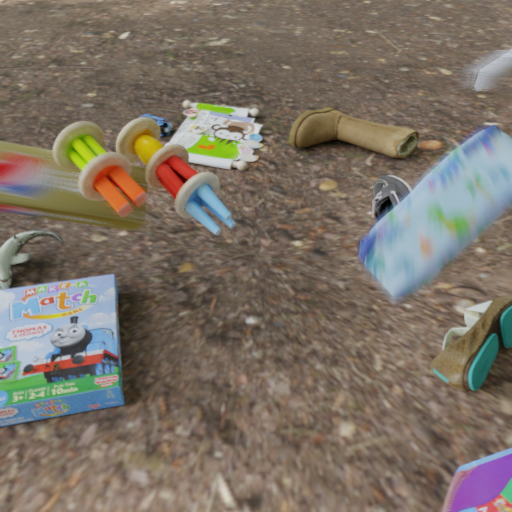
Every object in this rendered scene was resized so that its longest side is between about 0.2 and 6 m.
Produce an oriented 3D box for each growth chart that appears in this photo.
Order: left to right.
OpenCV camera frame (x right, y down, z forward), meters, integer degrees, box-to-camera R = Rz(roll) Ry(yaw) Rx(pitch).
[{"bbox_3d":[-1.076,-3.303,15.147,2.641,0.324,3.649,5,38,5],"label":"growth chart"}]

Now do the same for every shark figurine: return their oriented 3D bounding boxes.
[{"bbox_3d":[-4.504,-0.074,10.593,0.993,0.694,1.663,40,51,-3],"label":"shark figurine"}]

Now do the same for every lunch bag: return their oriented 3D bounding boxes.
[{"bbox_3d":[2.268,-0.464,6.634,0.878,2.131,1.713,50,23,17],"label":"lunch bag"}]

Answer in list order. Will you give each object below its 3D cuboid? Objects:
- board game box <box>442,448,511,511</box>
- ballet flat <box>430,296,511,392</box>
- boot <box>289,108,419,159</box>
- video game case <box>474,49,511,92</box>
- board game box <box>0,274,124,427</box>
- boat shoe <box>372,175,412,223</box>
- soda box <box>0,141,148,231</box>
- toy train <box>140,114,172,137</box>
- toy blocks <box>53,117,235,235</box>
[{"bbox_3d":[4.074,3.006,5.207,4.541,0.884,3.587,-17,45,-4],"label":"board game box"},{"bbox_3d":[3.522,1.234,8.765,2.431,0.824,0.879,-35,30,-32],"label":"ballet flat"},{"bbox_3d":[2.501,-3.083,14.380,2.639,0.873,2.311,26,44,29],"label":"boot"},{"bbox_3d":[4.566,-3.493,10.019,1.288,0.162,1.415,-31,-4,18],"label":"video game case"},{"bbox_3d":[-3.114,1.354,8.702,1.955,0.473,2.584,-8,37,-10],"label":"board game box"},{"bbox_3d":[2.790,-0.787,11.231,0.785,0.921,2.756,-4,40,-13],"label":"boat shoe"},{"bbox_3d":[-2.934,-0.997,8.023,2.665,0.853,0.902,7,-8,-21],"label":"soda box"},{"bbox_3d":[-2.801,-3.602,15.430,1.057,0.458,0.604,17,34,21],"label":"toy train"},{"bbox_3d":[-1.338,-0.910,7.098,1.670,0.728,2.004,-19,54,-44],"label":"toy blocks"}]
